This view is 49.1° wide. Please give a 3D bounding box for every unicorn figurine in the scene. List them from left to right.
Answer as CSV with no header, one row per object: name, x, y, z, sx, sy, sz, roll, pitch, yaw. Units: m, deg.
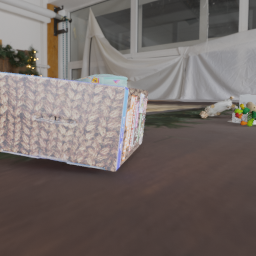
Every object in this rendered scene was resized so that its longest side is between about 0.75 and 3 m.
unicorn figurine,4.769,-1.021,14.040,2.477,0.915,1.701,-5,-4,4

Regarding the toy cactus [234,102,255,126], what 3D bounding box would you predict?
toy cactus,4.749,-0.616,10.555,1.659,0.848,1.369,5,35,3

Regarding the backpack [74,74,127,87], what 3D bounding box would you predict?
backpack,-0.721,-0.780,9.117,2.426,1.860,2.132,5,-2,-32

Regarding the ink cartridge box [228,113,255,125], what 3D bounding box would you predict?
ink cartridge box,4.797,-0.415,11.505,0.723,0.415,1.234,-5,9,-33

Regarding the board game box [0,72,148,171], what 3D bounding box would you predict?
board game box,-0.861,-0.252,5.527,2.111,1.282,2.648,8,8,10

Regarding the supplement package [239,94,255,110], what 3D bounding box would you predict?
supplement package,6.377,-0.972,12.872,2.119,1.160,1.205,6,10,43
